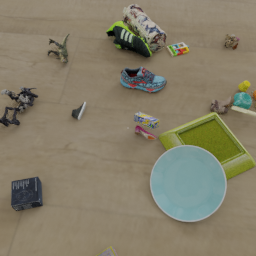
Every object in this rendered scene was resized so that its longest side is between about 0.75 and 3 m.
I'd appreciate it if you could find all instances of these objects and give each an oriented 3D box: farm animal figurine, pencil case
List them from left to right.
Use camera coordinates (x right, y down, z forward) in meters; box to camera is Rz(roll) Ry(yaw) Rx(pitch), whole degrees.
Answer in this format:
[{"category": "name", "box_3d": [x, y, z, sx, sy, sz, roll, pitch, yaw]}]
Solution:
[{"category": "pencil case", "box_3d": [0.779, -4.981, 13.800, 1.055, 1.213, 2.712, -47, 61, 21]}, {"category": "farm animal figurine", "box_3d": [5.171, -4.371, 13.847, 0.723, 0.450, 0.895, 15, 58, 9]}]

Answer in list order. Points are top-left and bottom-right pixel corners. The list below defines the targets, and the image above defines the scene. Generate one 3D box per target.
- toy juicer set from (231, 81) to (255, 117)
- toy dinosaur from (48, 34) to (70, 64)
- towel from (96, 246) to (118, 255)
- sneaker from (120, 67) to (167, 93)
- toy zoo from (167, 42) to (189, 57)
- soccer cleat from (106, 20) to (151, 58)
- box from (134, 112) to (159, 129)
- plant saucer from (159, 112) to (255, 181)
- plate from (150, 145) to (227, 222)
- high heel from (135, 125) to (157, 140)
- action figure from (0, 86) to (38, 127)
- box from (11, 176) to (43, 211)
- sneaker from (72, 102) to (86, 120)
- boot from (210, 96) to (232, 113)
[{"category": "toy juicer set", "box_3d": [4.993, -1.025, 11.695, 1.238, 0.530, 1.946, 33, 56, 2]}, {"category": "toy dinosaur", "box_3d": [-3.331, -3.827, 13.477, 0.973, 0.524, 2.208, 4, 55, -15]}, {"category": "towel", "box_3d": [-0.618, 4.487, 8.242, 1.155, 0.183, 1.609, -23, 60, -15]}, {"category": "sneaker", "box_3d": [0.666, -2.147, 12.082, 2.043, 0.976, 0.810, 5, 57, 3]}, {"category": "toy zoo", "box_3d": [2.513, -3.872, 13.727, 1.048, 0.107, 0.687, -17, 58, -10]}, {"category": "soccer cleat", "box_3d": [0.036, -4.104, 13.510, 1.133, 0.944, 2.795, -40, 62, -4]}, {"category": "box", "box_3d": [0.699, -0.289, 10.600, 0.972, 0.312, 0.340, 25, 36, 34]}, {"category": "plant saucer", "box_3d": [2.958, 0.683, 10.435, 2.729, 0.653, 2.725, -22, 60, -13]}, {"category": "plate", "box_3d": [2.002, 1.843, 9.470, 2.521, 0.322, 2.521, -5, 75, 18]}, {"category": "high heel", "box_3d": [0.710, 0.170, 10.985, 0.907, 0.305, 0.435, 15, 48, 3]}, {"category": "action figure", "box_3d": [-4.467, -1.078, 11.379, 1.218, 1.046, 2.049, 8, 58, 18]}, {"category": "box", "box_3d": [-3.416, 2.222, 9.484, 0.896, 0.565, 0.911, -10, 57, -6]}, {"category": "sneaker", "box_3d": [-2.054, -0.771, 11.585, 0.432, 0.308, 0.870, 17, 63, 5]}, {"category": "boot", "box_3d": [3.886, -1.036, 11.746, 0.724, 0.348, 0.990, 20, 59, 14]}]
